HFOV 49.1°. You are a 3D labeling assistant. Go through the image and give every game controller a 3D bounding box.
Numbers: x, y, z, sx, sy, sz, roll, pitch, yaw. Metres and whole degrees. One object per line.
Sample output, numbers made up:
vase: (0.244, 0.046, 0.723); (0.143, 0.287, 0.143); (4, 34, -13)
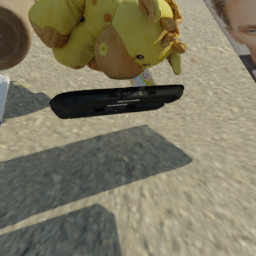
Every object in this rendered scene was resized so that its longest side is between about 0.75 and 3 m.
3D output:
game controller: (-0.169, -0.544, 5.057); (2.367, 1.235, 0.498); (-8, 81, -25)

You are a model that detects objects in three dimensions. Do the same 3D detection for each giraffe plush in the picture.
giraffe plush: (-0.066, -1.731, 4.845); (2.330, 2.701, 2.190); (-2, 46, -46)

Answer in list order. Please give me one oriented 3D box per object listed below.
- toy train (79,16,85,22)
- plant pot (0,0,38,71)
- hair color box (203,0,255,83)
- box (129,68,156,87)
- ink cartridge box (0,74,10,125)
toy train: (-1.338, -3.119, 8.316); (1.603, 1.216, 2.805); (-16, 37, -43)
plant pot: (-2.971, -2.342, 5.956); (2.527, 2.527, 2.203); (-18, 48, -21)
hair color box: (2.243, -1.340, 3.808); (1.400, 2.799, 0.847); (12, 74, 48)
box: (0.396, -0.850, 6.241); (0.446, 0.402, 0.794); (-27, 87, -9)
ink cartridge box: (-3.109, -0.541, 5.563); (1.222, 0.269, 1.244); (7, 76, -12)
